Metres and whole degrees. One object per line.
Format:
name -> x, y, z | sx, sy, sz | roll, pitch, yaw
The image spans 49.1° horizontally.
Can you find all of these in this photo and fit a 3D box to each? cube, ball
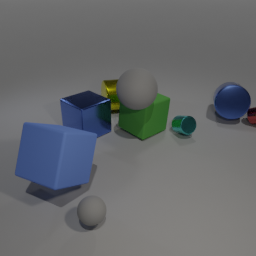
cube -> -1.860, 0.685, 7.391 | 1.400, 1.400, 1.400 | 12, 2, 27
ball -> 0.304, -1.312, 9.431 | 1.400, 1.400, 1.400 | 0, 28, 0
cube -> 0.613, -0.604, 10.960 | 1.400, 1.400, 1.400 | -22, 38, -40
ball -> -0.863, 1.966, 6.677 | 0.700, 0.700, 0.700 | 0, 28, 0
cube -> -1.611, -0.481, 10.857 | 1.400, 1.400, 1.400 | -24, 37, -39

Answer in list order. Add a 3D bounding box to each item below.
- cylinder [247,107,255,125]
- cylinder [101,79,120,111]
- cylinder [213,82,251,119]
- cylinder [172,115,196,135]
cylinder -> 5.352, -0.529, 11.379 | 0.700, 0.700, 0.700 | -22, 6, -35
cylinder -> -0.408, -1.509, 12.719 | 1.400, 1.400, 1.400 | -7, 29, -15
cylinder -> 4.371, -1.192, 11.894 | 1.400, 1.400, 1.400 | 7, 16, 13
cylinder -> 2.138, -0.129, 10.726 | 0.700, 0.700, 0.700 | -11, 9, -20
